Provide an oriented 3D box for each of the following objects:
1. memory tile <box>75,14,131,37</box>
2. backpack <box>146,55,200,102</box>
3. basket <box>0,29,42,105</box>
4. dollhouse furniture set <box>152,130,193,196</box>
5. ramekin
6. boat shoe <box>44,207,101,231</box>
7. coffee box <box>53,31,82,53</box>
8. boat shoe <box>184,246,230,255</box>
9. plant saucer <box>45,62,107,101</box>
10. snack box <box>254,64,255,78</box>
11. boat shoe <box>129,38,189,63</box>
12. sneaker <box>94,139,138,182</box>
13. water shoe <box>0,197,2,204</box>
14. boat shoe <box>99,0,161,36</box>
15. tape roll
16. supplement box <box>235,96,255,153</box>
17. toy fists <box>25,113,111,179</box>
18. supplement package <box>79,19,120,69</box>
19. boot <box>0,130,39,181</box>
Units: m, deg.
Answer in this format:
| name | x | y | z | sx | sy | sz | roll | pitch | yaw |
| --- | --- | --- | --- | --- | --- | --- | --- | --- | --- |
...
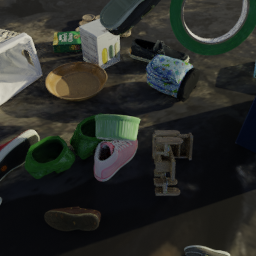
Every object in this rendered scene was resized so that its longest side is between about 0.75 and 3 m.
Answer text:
| name | x | y | z | sx | sy | sz | roll | pitch | yaw |
| --- | --- | --- | --- | --- | --- | --- | --- | --- | --- |
| memory tile | -1.140 | -5.194 | 14.218 | 2.753 | 0.231 | 2.110 | 4 | 46 | 4 |
| backpack | 1.562 | -1.967 | 10.541 | 1.820 | 1.399 | 1.484 | 20 | 60 | 35 |
| basket | -4.907 | -2.249 | 10.347 | 1.697 | 1.865 | 2.751 | 23 | 51 | 26 |
| dollhouse furniture set | 1.298 | 0.783 | 7.696 | 1.152 | 1.520 | 1.734 | 0 | 20 | 2 |
| ramekin | -0.199 | 0.012 | 4.941 | 0.801 | 0.801 | 0.391 | 4 | 85 | 4 |
| boat shoe | -1.370 | 2.247 | 7.034 | 1.430 | 0.515 | 0.483 | 0 | 13 | 11 |
| coffee box | -2.436 | -4.016 | 12.944 | 1.984 | 0.436 | 1.220 | -5 | 47 | -4 |
| boat shoe | 1.808 | 2.950 | 6.379 | 1.048 | 0.375 | 0.313 | 10 | 42 | 4 |
| plant saucer | -1.955 | -1.733 | 10.793 | 2.340 | 0.414 | 2.340 | 0 | 46 | 0 |
| snack box | 6.408 | -2.325 | 11.344 | 2.341 | 0.434 | 1.360 | 15 | 48 | 14 |
| boat shoe | 1.305 | -3.253 | 11.973 | 2.636 | 0.821 | 0.983 | 16 | 47 | 13 |
| sneaker | -0.318 | 0.620 | 8.184 | 0.712 | 0.988 | 1.891 | 25 | 50 | 24 |
| water shoe | -3.824 | 2.011 | 7.249 | 1.016 | 0.401 | 0.363 | -19 | 49 | -17 |
| boat shoe | 0.425 | -4.106 | 8.837 | 2.941 | 0.885 | 1.048 | -36 | 72 | 13 |
| tape roll | 2.731 | -3.786 | 8.980 | 2.774 | 2.774 | 0.667 | 7 | 29 | 7 |
| supplement box | 5.065 | -0.933 | 8.247 | 1.999 | 2.978 | 2.974 | 29 | 53 | 24 |
| toy fists | -1.618 | 0.562 | 8.010 | 2.687 | 1.370 | 0.924 | -29 | 84 | -24 |
| supplement package | -1.140 | -3.474 | 11.655 | 1.181 | 1.556 | 1.172 | -33 | 55 | -28 |
| boot | -4.006 | 0.648 | 8.263 | 1.759 | 0.883 | 2.439 | 28 | 56 | 26 |
